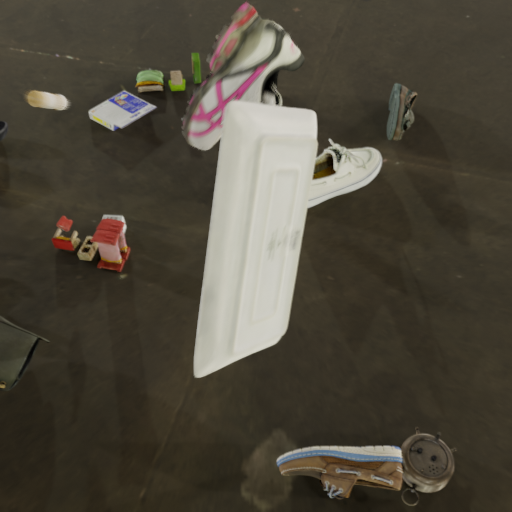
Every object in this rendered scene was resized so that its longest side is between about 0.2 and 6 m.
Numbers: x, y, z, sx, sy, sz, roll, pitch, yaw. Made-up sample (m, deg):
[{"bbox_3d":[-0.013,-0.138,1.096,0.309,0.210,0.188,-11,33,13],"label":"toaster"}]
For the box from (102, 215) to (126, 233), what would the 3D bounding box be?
[{"bbox_3d":[-3.012,-0.581,11.764,0.429,0.369,0.431,3,50,2],"label":"box"}]

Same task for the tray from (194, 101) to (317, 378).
[{"bbox_3d":[0.121,-0.169,7.757,0.410,3.700,1.987,20,20,33],"label":"tray"}]

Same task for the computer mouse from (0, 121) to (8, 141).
[{"bbox_3d":[-6.731,-2.987,13.951,1.272,0.335,0.881,-15,51,2],"label":"computer mouse"}]

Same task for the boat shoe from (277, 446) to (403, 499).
[{"bbox_3d":[1.240,3.194,8.252,1.864,0.673,0.675,-4,60,4],"label":"boat shoe"}]

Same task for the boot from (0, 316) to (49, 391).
[{"bbox_3d":[-4.998,2.108,9.049,2.035,1.139,2.942,28,71,-6],"label":"boot"}]

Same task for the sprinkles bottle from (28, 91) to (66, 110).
[{"bbox_3d":[-4.439,-3.306,11.931,0.330,0.330,0.966,12,13,10],"label":"sprinkles bottle"}]

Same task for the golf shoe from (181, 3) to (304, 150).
[{"bbox_3d":[-0.354,-2.760,9.928,1.459,3.168,1.150,35,56,-5],"label":"golf shoe"}]

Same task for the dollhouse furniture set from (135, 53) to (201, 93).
[{"bbox_3d":[-2.469,-5.102,15.513,1.841,0.711,0.920,-6,48,-5],"label":"dollhouse furniture set"}]

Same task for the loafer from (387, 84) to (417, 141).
[{"bbox_3d":[3.766,-3.683,14.259,0.699,0.798,2.221,13,48,3],"label":"loafer"}]

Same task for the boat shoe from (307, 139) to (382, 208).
[{"bbox_3d":[1.776,-2.074,12.557,2.683,1.144,0.991,-24,53,-20],"label":"boat shoe"}]

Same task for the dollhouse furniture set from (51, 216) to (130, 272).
[{"bbox_3d":[-3.394,-0.290,11.188,1.596,0.859,0.649,9,49,7],"label":"dollhouse furniture set"}]

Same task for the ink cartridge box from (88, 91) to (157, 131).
[{"bbox_3d":[-3.464,-3.735,14.609,1.270,0.298,1.255,32,55,23],"label":"ink cartridge box"}]

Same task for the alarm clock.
[{"bbox_3d":[2.514,3.210,8.447,0.808,0.399,1.197,25,56,20],"label":"alarm clock"}]
